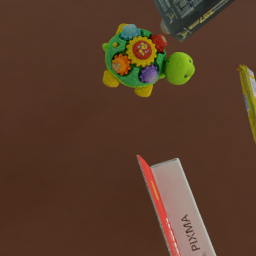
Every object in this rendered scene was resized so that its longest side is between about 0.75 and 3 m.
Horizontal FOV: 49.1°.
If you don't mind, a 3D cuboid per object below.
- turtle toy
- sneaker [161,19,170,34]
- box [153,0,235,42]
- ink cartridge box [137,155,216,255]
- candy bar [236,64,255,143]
[{"bbox_3d":[0.499,-1.726,7.122,2.377,1.201,1.732,16,84,-10],"label":"turtle toy"},{"bbox_3d":[1.689,-3.731,8.397,0.810,2.141,0.985,47,32,2],"label":"sneaker"},{"bbox_3d":[1.449,-3.653,6.836,0.611,1.890,2.396,6,57,-51],"label":"box"},{"bbox_3d":[0.899,1.657,4.009,0.556,2.192,2.488,-20,70,3],"label":"ink cartridge box"},{"bbox_3d":[3.108,-0.475,6.893,0.605,0.269,2.425,12,65,-41],"label":"candy bar"}]
